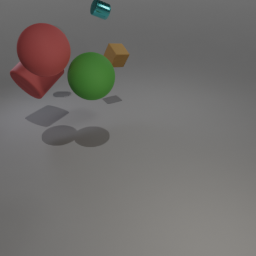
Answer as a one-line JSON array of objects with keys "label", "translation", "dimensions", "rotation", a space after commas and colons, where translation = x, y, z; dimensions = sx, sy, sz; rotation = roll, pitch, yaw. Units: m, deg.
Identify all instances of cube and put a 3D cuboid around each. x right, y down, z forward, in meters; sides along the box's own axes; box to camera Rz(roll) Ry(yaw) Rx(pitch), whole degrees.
[{"label": "cube", "translation": [-0.492, -3.014, 11.635], "dimensions": [0.700, 0.700, 0.700], "rotation": [-12, 59, -37]}]

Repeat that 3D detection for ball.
[{"label": "ball", "translation": [-2.267, -2.099, 7.589], "dimensions": [1.400, 1.400, 1.400], "rotation": [0, 30, 0]}, {"label": "ball", "translation": [-1.080, -1.522, 8.279], "dimensions": [1.400, 1.400, 1.400], "rotation": [0, 30, 0]}]

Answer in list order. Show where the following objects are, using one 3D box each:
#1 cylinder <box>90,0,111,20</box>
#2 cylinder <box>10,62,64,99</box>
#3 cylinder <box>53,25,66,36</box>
[{"label": "cylinder", "translation": [-1.238, -5.316, 12.556], "dimensions": [0.700, 0.700, 0.700], "rotation": [8, 23, -33]}, {"label": "cylinder", "translation": [-3.332, -2.042, 10.352], "dimensions": [1.400, 1.400, 1.400], "rotation": [21, 64, 32]}, {"label": "cylinder", "translation": [-3.066, -3.759, 11.631], "dimensions": [0.700, 0.700, 0.700], "rotation": [-31, 11, 36]}]
